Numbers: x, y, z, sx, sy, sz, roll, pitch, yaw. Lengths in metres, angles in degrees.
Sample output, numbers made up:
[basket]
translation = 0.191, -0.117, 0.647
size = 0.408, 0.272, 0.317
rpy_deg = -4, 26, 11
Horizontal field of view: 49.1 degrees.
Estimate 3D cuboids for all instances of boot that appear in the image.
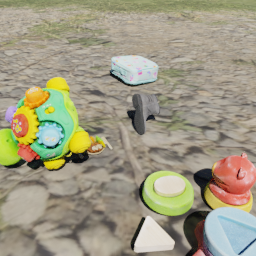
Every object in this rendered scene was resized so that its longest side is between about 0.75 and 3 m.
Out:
[boot]
translation = 0.614, -0.434, 8.300
size = 0.831, 1.262, 0.441
rpy_deg = 0, -9, -32

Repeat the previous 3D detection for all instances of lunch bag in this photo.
[lunch bag]
translation = 0.189, -2.432, 11.612
size = 1.530, 0.735, 1.907
rpy_deg = -17, 36, -28

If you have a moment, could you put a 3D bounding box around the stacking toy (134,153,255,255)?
[stacking toy]
translation = 1.364, 1.359, 5.122
size = 2.281, 1.064, 2.520
rpy_deg = 11, 34, 7

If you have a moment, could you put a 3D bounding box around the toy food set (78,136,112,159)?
[toy food set]
translation = -0.942, 0.457, 7.484
size = 0.962, 0.193, 0.664
rpy_deg = -17, 41, -28

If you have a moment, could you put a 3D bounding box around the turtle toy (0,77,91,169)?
[turtle toy]
translation = -2.109, 0.066, 6.329
size = 1.278, 2.529, 1.843
rpy_deg = -4, 66, -57
